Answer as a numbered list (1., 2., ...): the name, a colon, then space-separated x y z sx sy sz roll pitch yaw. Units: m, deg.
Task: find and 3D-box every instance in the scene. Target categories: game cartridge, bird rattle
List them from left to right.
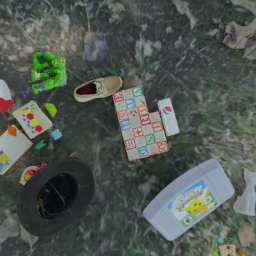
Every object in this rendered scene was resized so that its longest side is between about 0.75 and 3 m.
1. bird rattle: -3.420 1.759 10.178 1.001 0.692 1.228 16 78 19
2. game cartridge: 2.053 2.404 9.355 2.972 0.601 1.982 -38 122 1

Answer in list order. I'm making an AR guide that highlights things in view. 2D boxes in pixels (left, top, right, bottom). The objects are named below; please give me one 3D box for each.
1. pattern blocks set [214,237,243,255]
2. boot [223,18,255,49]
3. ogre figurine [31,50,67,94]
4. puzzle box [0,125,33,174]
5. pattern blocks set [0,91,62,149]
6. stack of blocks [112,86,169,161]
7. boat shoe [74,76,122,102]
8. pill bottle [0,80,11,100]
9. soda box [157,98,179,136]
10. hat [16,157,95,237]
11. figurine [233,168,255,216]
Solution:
1. pattern blocks set: 3.567 4.496 9.979 1.024 0.094 1.165 6 81 1
2. boot: 4.441 -3.837 11.107 1.116 0.536 1.526 20 76 9
3. ogre figurine: -2.954 -2.169 10.585 1.228 2.047 1.005 -3 125 -11
4. puzzle box: -4.515 0.802 10.508 1.066 0.204 1.602 43 84 6
5. pattern blocks set: -3.518 -0.329 10.275 1.961 0.181 2.231 -25 86 -33
6. stack of blocks: 0.439 -0.193 10.385 1.465 0.745 2.543 -15 81 -2
7. boat shoe: -1.136 -1.518 10.653 1.929 0.640 0.714 -23 82 -4
8. pill bottle: -5.360 -1.133 10.408 1.677 1.003 1.003 -13 81 -2
9. soda box: 1.518 -0.407 10.587 0.461 0.431 1.352 -14 81 -2
10. hat: -2.595 2.202 9.727 2.858 1.153 2.858 -12 110 -37
11. figurine: 4.826 2.414 10.078 1.708 0.735 1.666 18 74 3
